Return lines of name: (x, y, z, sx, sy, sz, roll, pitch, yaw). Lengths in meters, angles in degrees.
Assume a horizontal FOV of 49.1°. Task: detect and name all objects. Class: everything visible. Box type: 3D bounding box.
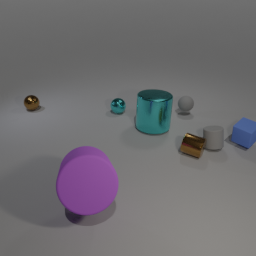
cylinder: (3.054, 0.336, 10.009, 0.700, 0.700, 0.700, -5, 16, 2)
cylinder: (-1.018, 1.232, 6.928, 1.400, 1.400, 1.400, -6, 6, -10)
cylinder: (1.033, -0.675, 11.155, 1.400, 1.400, 1.400, 1, 25, -1)
cube: (4.217, 0.164, 10.011, 0.700, 0.700, 0.700, -34, 44, -30)
cylinder: (2.257, 0.594, 9.643, 0.700, 0.700, 0.700, 20, 35, 24)
ball: (2.546, -1.073, 12.314, 0.700, 0.700, 0.700, 0, 29, 0)
ball: (-0.439, -0.997, 12.543, 0.700, 0.700, 0.700, 0, 29, 0)
ball: (-4.415, -1.163, 12.841, 0.700, 0.700, 0.700, 0, 29, 0)
